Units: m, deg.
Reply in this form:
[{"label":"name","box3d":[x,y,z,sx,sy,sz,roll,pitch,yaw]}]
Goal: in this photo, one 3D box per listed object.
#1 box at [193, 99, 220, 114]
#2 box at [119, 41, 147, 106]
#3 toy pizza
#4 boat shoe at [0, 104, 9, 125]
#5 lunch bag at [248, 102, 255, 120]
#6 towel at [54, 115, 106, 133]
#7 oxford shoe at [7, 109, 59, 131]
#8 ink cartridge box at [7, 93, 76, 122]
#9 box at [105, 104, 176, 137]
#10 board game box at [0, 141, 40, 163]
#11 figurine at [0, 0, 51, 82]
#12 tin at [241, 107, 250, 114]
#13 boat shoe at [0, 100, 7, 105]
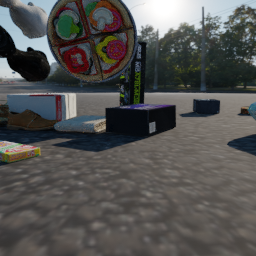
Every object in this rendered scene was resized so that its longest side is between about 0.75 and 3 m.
[{"label":"box","box3d":[3.690,-1.038,13.258,1.046,0.648,1.028,0,11,1]},{"label":"box","box3d":[0.125,-1.838,11.276,0.693,2.818,2.918,-1,8,-8]},{"label":"toy pizza","box3d":[-1.138,-2.735,8.542,2.854,2.854,0.452,1,26,6]},{"label":"boat shoe","box3d":[-4.461,-0.552,8.322,0.779,0.760,2.059,0,-6,30]},{"label":"lunch bag","box3d":[4.305,-0.343,7.296,1.785,1.088,1.521,4,9,-13]},{"label":"towel","box3d":[-1.207,-0.126,8.394,1.257,0.327,1.897,1,9,17]},{"label":"oxford shoe","box3d":[-2.786,-0.239,8.215,1.700,0.606,0.606,3,8,10]},{"label":"ink cartridge box","box3d":[-3.065,-0.791,10.403,1.708,0.991,2.367,1,9,6]},{"label":"box","box3d":[0.421,-0.284,8.055,1.342,0.750,1.901,2,9,30]},{"label":"board game box","box3d":[-2.374,0.419,5.299,1.371,0.206,0.655,3,8,34]},{"label":"figurine","box3d":[-3.358,-2.992,8.557,1.104,2.564,2.502,-3,-8,9]},{"label":"tin","box3d":[5.726,-0.826,13.054,0.833,0.312,1.488,10,12,29]},{"label":"boat shoe","box3d":[-4.702,-0.948,12.226,2.412,0.756,0.884,2,9,13]}]
